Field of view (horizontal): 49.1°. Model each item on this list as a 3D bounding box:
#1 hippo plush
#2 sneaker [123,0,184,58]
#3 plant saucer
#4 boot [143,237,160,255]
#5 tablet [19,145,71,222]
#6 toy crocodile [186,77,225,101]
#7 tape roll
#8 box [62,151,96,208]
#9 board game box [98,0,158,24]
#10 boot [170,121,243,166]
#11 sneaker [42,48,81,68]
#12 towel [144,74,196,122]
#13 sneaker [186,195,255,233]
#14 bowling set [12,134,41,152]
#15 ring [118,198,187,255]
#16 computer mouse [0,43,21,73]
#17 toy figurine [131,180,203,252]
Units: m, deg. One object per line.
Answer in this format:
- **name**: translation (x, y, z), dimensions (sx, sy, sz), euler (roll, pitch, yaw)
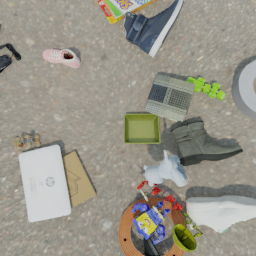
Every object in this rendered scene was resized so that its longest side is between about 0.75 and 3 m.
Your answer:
- **hippo plush**: translation (1.233, 1.606, 9.496), dimensions (1.209, 1.504, 1.198), euler (-31, 68, 17)
- **sneaker**: translation (0.970, -4.662, 11.852), dimensions (2.044, 1.076, 2.829), euler (31, 82, 3)
- **plant saucer**: translation (0.541, 0.090, 11.179), dimensions (1.417, 0.340, 1.419), euler (0, 57, 0)
- **boot**: translation (0.344, 5.016, 10.390), dimensions (1.741, 0.571, 1.435), euler (-29, 79, -1)
- **tablet**: translation (-3.257, 2.146, 10.892), dimensions (1.768, 0.186, 2.717), euler (-14, 82, 7)
- **toy crocodile**: translation (3.217, -1.641, 11.633), dimensions (1.726, 0.533, 0.583), euler (23, 82, 9)
- **tape roll**: translation (5.573, -1.569, 11.430), dimensions (2.441, 0.806, 2.441), euler (0, 80, 0)
- **box**: translation (-2.376, 2.142, 11.057), dimensions (1.591, 0.207, 1.946), euler (-27, 81, -5)
- **board game box**: translation (0.145, -5.808, 12.446), dimensions (2.812, 0.422, 1.343), euler (-29, 80, -2)
- **boot**: translation (3.104, 0.461, 11.068), dimensions (2.631, 0.891, 1.719), euler (-9, 74, -3)
- **sneaker**: translation (-2.844, -3.043, 11.673), dimensions (1.680, 0.878, 0.632), euler (18, 82, 4)
- **towel**: translation (1.690, -1.196, 11.239), dimensions (1.707, 0.295, 1.644), euler (19, 89, 17)
- **sneaker**: translation (3.713, 3.309, 10.532), dimensions (2.989, 1.125, 1.322), euler (-1, 91, 6)
- **bowling set**: translation (-4.086, 0.495, 11.086), dimensions (1.150, 0.800, 0.617), euler (-13, 78, -6)
- **ring**: translation (0.931, 3.930, 10.495), dimensions (2.592, 0.249, 2.592), euler (-1, 68, 2)
- **computer mouse**: translation (-5.450, -2.993, 11.925), dimensions (1.502, 0.346, 1.055), euler (-36, 83, -7)
- **toy figurine**: translation (1.090, 3.508, 10.357), dimensions (2.875, 1.517, 1.722), euler (49, 117, 18)
